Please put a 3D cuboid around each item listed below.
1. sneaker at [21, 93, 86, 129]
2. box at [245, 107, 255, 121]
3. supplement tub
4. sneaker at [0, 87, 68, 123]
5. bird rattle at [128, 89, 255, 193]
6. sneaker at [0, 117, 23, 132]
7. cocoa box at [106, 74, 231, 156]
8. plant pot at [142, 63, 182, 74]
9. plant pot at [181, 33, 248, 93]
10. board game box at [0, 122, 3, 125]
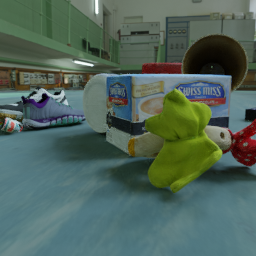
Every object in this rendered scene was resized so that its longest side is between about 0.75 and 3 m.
[{"bbox_3d":[-2.488,-0.697,10.021,1.002,1.179,2.693,0,8,38],"label":"sneaker"},{"bbox_3d":[5.574,-0.576,11.635,1.274,0.503,0.899,-9,11,-42],"label":"box"},{"bbox_3d":[0.179,-0.838,9.125,2.961,1.814,1.814,-10,14,-43],"label":"supplement tub"},{"bbox_3d":[-3.585,-0.887,10.500,1.119,1.297,2.959,-7,0,40],"label":"sneaker"},{"bbox_3d":[1.204,0.185,5.046,2.606,1.468,2.125,-4,-6,-40],"label":"bird rattle"},{"bbox_3d":[-3.697,-0.034,8.948,0.599,0.451,1.280,23,-6,-20],"label":"sneaker"},{"bbox_3d":[0.954,-0.460,7.072,2.685,1.762,1.790,-4,10,-21],"label":"cocoa box"},{"bbox_3d":[1.988,-1.873,13.416,2.665,2.427,2.665,-1,9,0],"label":"plant pot"},{"bbox_3d":[2.952,-1.995,9.793,2.008,2.008,2.155,2,3,14],"label":"plant pot"},{"bbox_3d":[-4.974,-0.383,10.358,1.031,0.524,0.246,-4,10,-21],"label":"board game box"}]
